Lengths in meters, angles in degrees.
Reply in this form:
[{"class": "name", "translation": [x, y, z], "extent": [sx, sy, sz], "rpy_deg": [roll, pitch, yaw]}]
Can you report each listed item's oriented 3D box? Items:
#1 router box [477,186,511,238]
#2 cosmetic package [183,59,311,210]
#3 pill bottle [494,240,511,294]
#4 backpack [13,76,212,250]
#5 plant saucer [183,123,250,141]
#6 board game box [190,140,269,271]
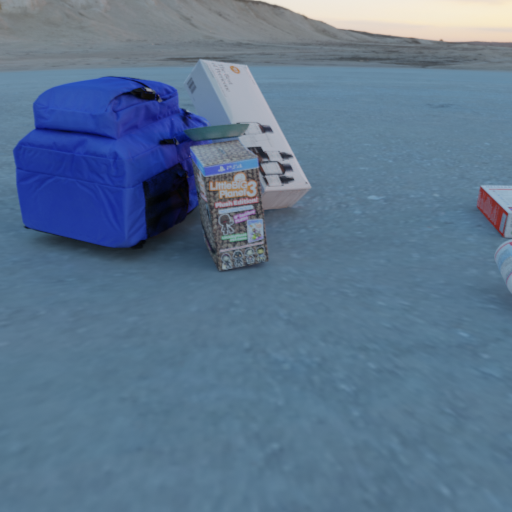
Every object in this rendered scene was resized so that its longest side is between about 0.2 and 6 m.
[{"class": "router box", "translation": [5.958, -0.923, 11.581], "extent": [2.164, 0.529, 1.942], "rpy_deg": [2, 24, 5]}, {"class": "cosmetic package", "translation": [-0.215, -2.703, 12.402], "extent": [1.442, 0.885, 3.494], "rpy_deg": [-9, 67, -43]}, {"class": "pill bottle", "translation": [3.942, 0.254, 8.273], "extent": [0.559, 0.559, 1.027], "rpy_deg": [1, 38, 2]}, {"class": "backpack", "translation": [-2.391, -1.960, 11.032], "extent": [2.895, 2.990, 3.563], "rpy_deg": [17, 25, 20]}, {"class": "plant saucer", "translation": [-0.719, -2.264, 10.313], "extent": [1.234, 0.222, 1.234], "rpy_deg": [-5, 10, 1]}, {"class": "board game box", "translation": [-0.481, -0.921, 9.789], "extent": [0.905, 1.868, 1.489], "rpy_deg": [-11, 24, -11]}]
